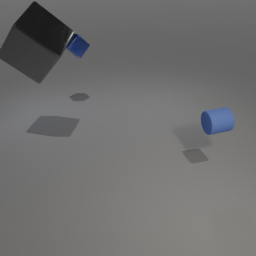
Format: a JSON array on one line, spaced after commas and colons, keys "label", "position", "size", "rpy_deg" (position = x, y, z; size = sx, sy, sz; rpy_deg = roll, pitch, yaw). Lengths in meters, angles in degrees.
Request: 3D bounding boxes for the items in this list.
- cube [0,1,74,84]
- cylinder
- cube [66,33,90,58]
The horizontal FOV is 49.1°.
[{"label": "cube", "position": [-2.676, -2.475, 8.236], "size": [1.400, 1.400, 1.400], "rpy_deg": [34, 46, -23]}, {"label": "cylinder", "position": [2.567, -0.202, 8.059], "size": [0.700, 0.700, 0.700], "rpy_deg": [-11, 30, -10]}, {"label": "cube", "position": [-2.165, -3.459, 11.729], "size": [0.700, 0.700, 0.700], "rpy_deg": [35, 1, -39]}]
